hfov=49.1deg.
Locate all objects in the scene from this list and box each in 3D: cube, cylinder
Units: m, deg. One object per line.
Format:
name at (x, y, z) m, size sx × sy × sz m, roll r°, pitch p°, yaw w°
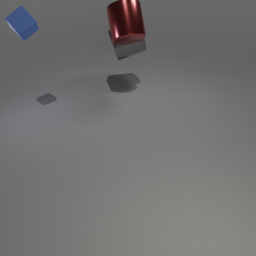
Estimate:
cube at (-3.558, -3.519, 9.471) m, size 0.700 × 0.700 × 0.700 m, roll -44°, pitch 6°, yaw -8°
cylinder at (-0.070, -4.263, 11.353) m, size 1.400 × 1.400 × 1.400 m, roll -10°, pitch 3°, yaw 1°
cylinder at (-0.033, -4.014, 12.872) m, size 1.400 × 1.400 × 1.400 m, roll -19°, pitch 34°, yaw 3°
